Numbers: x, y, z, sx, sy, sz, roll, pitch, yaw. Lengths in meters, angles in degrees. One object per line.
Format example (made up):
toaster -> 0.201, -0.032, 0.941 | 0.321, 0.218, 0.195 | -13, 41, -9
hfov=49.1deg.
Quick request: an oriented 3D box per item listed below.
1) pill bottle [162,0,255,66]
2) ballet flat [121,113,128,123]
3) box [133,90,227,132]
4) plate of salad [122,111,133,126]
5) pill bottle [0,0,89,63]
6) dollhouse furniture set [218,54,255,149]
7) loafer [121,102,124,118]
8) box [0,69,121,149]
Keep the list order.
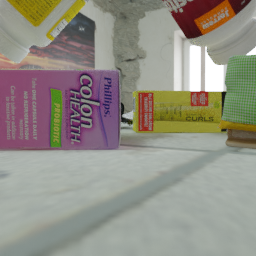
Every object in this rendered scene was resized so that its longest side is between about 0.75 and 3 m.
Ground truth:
pill bottle -> 1.686, -2.916, 6.064 | 1.683, 2.979, 1.683 | -35, 22, 17
ballet flat -> -0.648, -0.307, 11.558 | 1.586, 0.451, 0.527 | -5, 39, -24
box -> 1.498, -0.406, 6.738 | 2.745, 1.033, 0.688 | 1, 3, -5
plate of salad -> 0.873, -0.230, 8.114 | 2.116, 0.508, 2.116 | 1, 10, 0
pill bottle -> -1.725, -2.446, 5.419 | 1.321, 2.374, 1.321 | 44, 4, -3
dollhouse furniture set -> 1.957, -0.309, 2.939 | 0.972, 1.259, 2.519 | -3, 5, -44
loafer -> -0.585, -0.395, 8.133 | 0.936, 0.906, 2.667 | 5, 10, 19
box -> -1.184, -0.286, 4.391 | 2.123, 1.026, 1.867 | -1, 3, -3
